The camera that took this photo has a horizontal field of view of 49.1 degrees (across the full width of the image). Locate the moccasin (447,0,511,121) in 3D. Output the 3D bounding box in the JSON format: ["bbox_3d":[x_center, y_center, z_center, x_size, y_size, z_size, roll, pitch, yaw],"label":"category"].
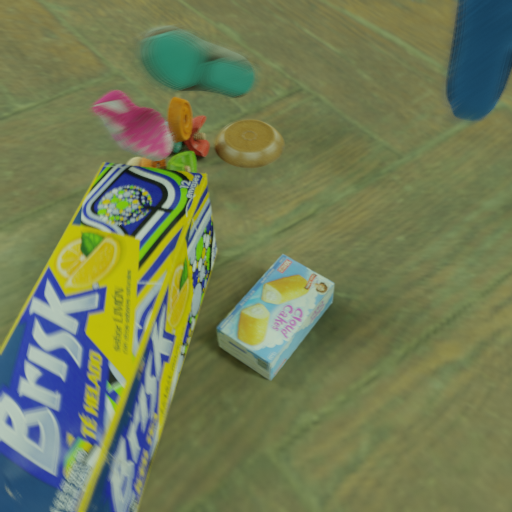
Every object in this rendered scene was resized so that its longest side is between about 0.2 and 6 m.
[{"bbox_3d":[3.135,-3.299,7.603,1.119,2.780,0.948,20,27,11],"label":"moccasin"}]

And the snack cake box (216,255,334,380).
[{"bbox_3d":[0.282,0.795,7.535,0.875,0.511,1.522,29,57,23],"label":"snack cake box"}]

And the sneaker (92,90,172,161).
[{"bbox_3d":[-1.520,-1.602,7.274,0.568,0.616,1.396,-40,57,-11],"label":"sneaker"}]

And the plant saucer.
[{"bbox_3d":[-0.128,-2.077,10.036,1.267,0.224,1.267,0,51,0],"label":"plant saucer"}]

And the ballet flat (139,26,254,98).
[{"bbox_3d":[-0.734,-2.161,6.274,0.576,0.609,1.807,38,23,29],"label":"ballet flat"}]

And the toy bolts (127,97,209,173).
[{"bbox_3d":[-1.537,-1.984,9.329,1.096,1.510,1.580,4,33,11],"label":"toy bolts"}]

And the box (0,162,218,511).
[{"bbox_3d":[-1.765,1.099,6.538,1.521,1.657,4.730,7,51,9],"label":"box"}]
